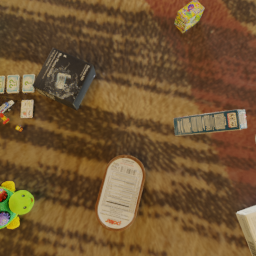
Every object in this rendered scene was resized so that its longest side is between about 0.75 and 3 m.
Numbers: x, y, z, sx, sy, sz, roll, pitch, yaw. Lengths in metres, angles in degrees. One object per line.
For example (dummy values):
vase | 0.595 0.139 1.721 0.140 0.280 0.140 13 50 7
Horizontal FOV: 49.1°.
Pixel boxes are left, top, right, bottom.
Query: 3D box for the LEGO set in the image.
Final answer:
LEGO set | -3.727 -0.817 8.837 1.421 0.467 1.902 -1 79 3

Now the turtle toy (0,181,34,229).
turtle toy | -3.606 2.231 7.957 1.927 0.974 1.404 -12 79 -2

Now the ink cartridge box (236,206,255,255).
ink cartridge box | 4.783 2.750 8.004 2.850 0.718 1.553 -18 79 -5

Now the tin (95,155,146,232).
tin | -0.225 1.901 8.318 1.270 0.475 2.268 13 79 7

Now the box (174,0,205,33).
box | 2.010 -3.674 9.225 0.763 0.735 0.465 -38 82 -7

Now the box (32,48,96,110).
box | -1.954 -1.514 8.766 1.413 0.829 1.389 24 80 3

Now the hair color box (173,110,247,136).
hair color box | 1.605 -0.101 5.515 1.261 0.631 0.382 -7 90 33
